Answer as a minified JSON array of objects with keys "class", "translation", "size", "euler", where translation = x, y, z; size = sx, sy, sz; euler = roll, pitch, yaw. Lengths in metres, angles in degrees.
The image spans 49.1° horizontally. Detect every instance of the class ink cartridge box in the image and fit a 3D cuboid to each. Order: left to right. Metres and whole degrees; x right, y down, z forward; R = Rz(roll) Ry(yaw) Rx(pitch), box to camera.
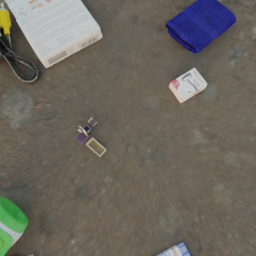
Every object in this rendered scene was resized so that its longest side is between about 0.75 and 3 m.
[{"class":"ink cartridge box","translation":[-2.303,-3.364,8.658],"size":[2.031,0.632,2.523],"euler":[-32,74,-9]},{"class":"ink cartridge box","translation":[1.745,-1.241,8.145],"size":[0.881,0.373,0.642],"euler":[-31,77,-10]}]

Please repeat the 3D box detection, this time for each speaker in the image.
[{"class":"speaker","translation":[-3.709,2.966,6.539],"size":[1.215,1.215,2.748],"euler":[41,78,11]}]

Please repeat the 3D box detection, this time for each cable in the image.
[{"class":"cable","translation":[-3.722,-2.390,8.301],"size":[1.343,0.696,2.766],"euler":[-30,76,-6]}]

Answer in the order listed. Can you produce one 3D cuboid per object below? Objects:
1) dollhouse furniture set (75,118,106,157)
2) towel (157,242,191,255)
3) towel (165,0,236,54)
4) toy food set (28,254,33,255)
[{"class":"dollhouse furniture set","translation":[-0.910,0.220,7.569],"size":[0.952,0.676,0.754],"euler":[40,78,10]},{"class":"towel","translation":[1.116,3.399,6.956],"size":[1.024,0.122,0.752],"euler":[-25,76,-7]},{"class":"towel","translation":[2.235,-3.179,8.605],"size":[1.860,0.461,1.374],"euler":[-40,76,-13]},{"class":"toy food set","translation":[-2.765,3.510,6.918],"size":[0.941,0.189,0.649],"euler":[-11,81,-9]}]
